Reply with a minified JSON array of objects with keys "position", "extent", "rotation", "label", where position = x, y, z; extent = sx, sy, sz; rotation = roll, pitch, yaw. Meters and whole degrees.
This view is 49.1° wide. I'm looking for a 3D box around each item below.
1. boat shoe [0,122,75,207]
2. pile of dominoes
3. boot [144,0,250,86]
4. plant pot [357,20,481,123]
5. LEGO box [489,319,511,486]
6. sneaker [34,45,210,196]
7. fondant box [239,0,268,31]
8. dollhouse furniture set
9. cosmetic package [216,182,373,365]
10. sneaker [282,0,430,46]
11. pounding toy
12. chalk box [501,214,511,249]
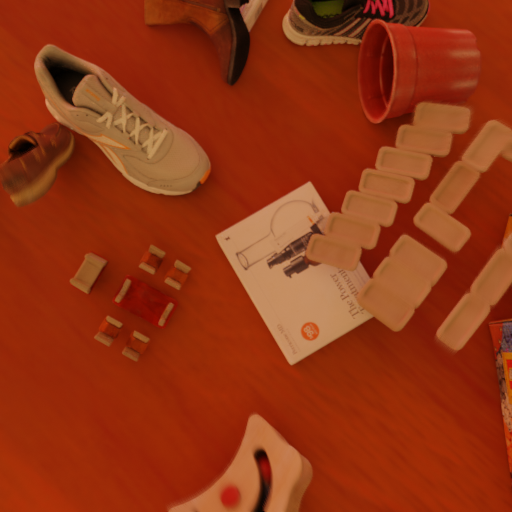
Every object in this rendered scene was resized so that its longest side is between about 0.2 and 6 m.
[{"position":[-3.536,-1.676,9.034],"extent":[0.780,2.166,0.732],"rotation":[-20,126,15],"label":"boat shoe"},{"position":[2.831,-0.550,8.739],"extent":[2.767,0.565,3.550],"rotation":[37,87,15],"label":"pile of dominoes"},{"position":[-1.144,-4.063,9.884],"extent":[1.995,1.878,0.683],"rotation":[13,39,18],"label":"boot"},{"position":[2.763,-3.136,9.472],"extent":[1.605,1.650,1.650],"rotation":[-6,81,-9],"label":"plant pot"},{"position":[6.246,2.474,8.436],"extent":[4.509,1.740,3.358],"rotation":[-4,81,-1],"label":"LEGO box"},{"position":[-2.302,-2.201,9.260],"extent":[3.392,1.560,1.284],"rotation":[32,83,4],"label":"sneaker"},{"position":[-0.642,-5.006,10.218],"extent":[1.754,0.511,1.266],"rotation":[29,84,3],"label":"fondant box"},{"position":[-2.156,0.599,9.327],"extent":[1.709,0.890,1.727],"rotation":[30,83,-7],"label":"dollhouse furniture set"},{"position":[0.728,0.288,9.357],"extent":[1.855,0.636,2.460],"rotation":[-31,83,-2],"label":"cosmetic package"},{"position":[1.799,-4.354,9.790],"extent":[2.645,1.157,0.976],"rotation":[-5,81,-1],"label":"sneaker"},{"position":[-0.230,4.042,8.666],"extent":[1.637,1.642,2.862],"rotation":[16,67,25],"label":"pounding toy"},{"position":[4.965,0.005,9.055],"extent":[1.657,1.031,1.026],"rotation":[10,104,3],"label":"chalk box"}]
